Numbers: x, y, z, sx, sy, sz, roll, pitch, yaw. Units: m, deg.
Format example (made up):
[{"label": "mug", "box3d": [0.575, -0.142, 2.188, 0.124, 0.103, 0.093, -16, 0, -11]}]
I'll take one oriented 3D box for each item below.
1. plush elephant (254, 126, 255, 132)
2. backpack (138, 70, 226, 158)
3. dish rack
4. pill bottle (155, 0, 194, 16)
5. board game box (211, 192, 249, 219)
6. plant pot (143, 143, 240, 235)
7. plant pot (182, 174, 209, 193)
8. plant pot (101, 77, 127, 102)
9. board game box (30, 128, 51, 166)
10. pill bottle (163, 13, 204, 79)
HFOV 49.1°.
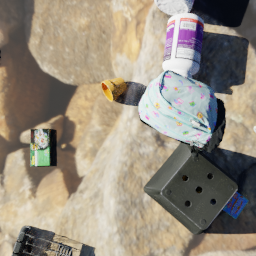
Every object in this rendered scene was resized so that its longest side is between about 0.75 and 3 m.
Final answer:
[{"label": "plush elephant", "box3d": [5.804, 0.170, 10.779, 1.320, 1.022, 1.087, -24, 86, -2]}, {"label": "backpack", "box3d": [1.564, -0.553, 8.072, 2.423, 1.534, 2.022, 23, 46, -9]}, {"label": "dish rack", "box3d": [-3.286, 4.953, 10.628, 2.348, 0.641, 1.801, 18, 87, 0]}, {"label": "pill bottle", "box3d": [2.169, -6.011, 11.021, 1.528, 1.528, 2.721, 20, 86, 2]}, {"label": "board game box", "box3d": [3.949, 2.827, 10.948, 1.172, 0.264, 0.891, 35, 86, 3]}, {"label": "plant pot", "box3d": [2.289, 2.107, 9.849, 2.646, 2.353, 2.652, 40, 87, 9]}, {"label": "plant pot", "box3d": [2.570, 1.916, 10.721, 0.955, 0.961, 0.983, 14, 79, 1]}, {"label": "plant pot", "box3d": [-0.514, -1.596, 11.078, 0.781, 0.853, 0.853, -31, 86, -19]}, {"label": "board game box", "box3d": [-3.496, 0.769, 11.169, 0.775, 0.174, 1.480, -1, 85, -2]}, {"label": "pill bottle", "box3d": [2.111, -2.975, 10.833, 1.410, 1.410, 2.507, 8, 86, 1]}]
